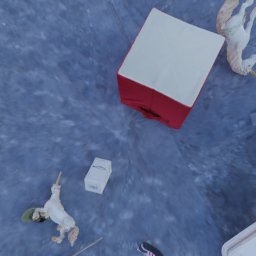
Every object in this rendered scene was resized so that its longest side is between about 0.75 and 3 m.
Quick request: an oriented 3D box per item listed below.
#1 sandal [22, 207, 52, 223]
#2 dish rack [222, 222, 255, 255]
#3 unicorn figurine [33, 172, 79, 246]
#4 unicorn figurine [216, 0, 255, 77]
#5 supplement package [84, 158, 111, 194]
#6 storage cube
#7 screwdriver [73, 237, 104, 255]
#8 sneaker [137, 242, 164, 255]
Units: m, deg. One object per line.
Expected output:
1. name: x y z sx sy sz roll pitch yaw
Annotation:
1. sandal: -2.281 2.312 7.365 1.034 0.295 0.410 -2 108 -3
2. dish rack: 3.453 3.275 6.667 1.703 0.432 1.984 -41 88 12
3. unicorn figurine: -1.819 2.126 7.120 0.620 1.154 1.680 -29 89 16
4. unicorn figurine: 3.131 -2.644 7.860 2.593 0.958 1.781 23 89 -34
5. supplement package: -0.774 1.243 7.360 0.459 0.461 0.786 11 42 11
6. storage cube: 1.029 -1.408 7.368 1.958 2.059 2.291 27 79 8
7. screwdriver: -1.458 3.305 7.231 1.889 0.275 0.263 -34 121 -7
8. sneaker: 0.602 3.267 7.286 0.797 0.327 0.280 41 35 -5
